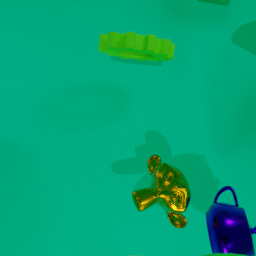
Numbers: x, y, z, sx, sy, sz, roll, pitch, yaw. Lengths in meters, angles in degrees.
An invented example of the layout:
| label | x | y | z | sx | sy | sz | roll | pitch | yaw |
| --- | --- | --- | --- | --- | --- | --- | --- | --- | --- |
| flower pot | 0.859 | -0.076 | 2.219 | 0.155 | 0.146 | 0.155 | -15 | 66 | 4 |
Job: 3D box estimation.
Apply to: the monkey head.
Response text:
| label | x | y | z | sx | sy | sz | roll | pitch | yaw |
| --- | --- | --- | --- | --- | --- | --- | --- | --- | --- |
| monkey head | 0.520 | 1.011 | 4.397 | 0.915 | 0.766 | 1.271 | -21 | 74 | -4 |

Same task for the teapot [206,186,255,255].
| label | x | y | z | sx | sy | sz | roll | pitch | yaw |
| --- | --- | --- | --- | --- | --- | --- | --- | --- | --- |
| teapot | 1.755 | 1.782 | 4.604 | 0.809 | 1.027 | 1.652 | -12 | 67 | 16 |

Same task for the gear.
| label | x | y | z | sx | sy | sz | roll | pitch | yaw |
| --- | --- | --- | --- | --- | --- | --- | --- | --- | --- |
| gear | 0.162 | -1.562 | 5.482 | 1.458 | 1.458 | 0.270 | 7 | 96 | 2 |

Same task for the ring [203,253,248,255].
| label | x | y | z | sx | sy | sz | roll | pitch | yaw |
| --- | --- | --- | --- | --- | --- | --- | --- | --- | --- |
| ring | 0.827 | 1.961 | 2.421 | 1.900 | 1.900 | 0.380 | -33 | 113 | -10 |
